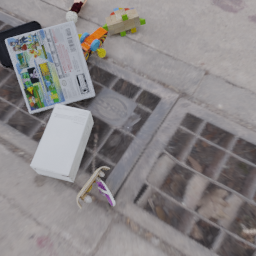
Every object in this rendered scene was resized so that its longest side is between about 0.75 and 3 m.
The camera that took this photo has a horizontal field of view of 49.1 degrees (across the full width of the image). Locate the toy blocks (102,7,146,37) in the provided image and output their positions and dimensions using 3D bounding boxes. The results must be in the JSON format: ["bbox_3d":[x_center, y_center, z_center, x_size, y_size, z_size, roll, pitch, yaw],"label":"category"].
[{"bbox_3d":[-0.230,-3.904,9.965,1.501,0.750,1.026,-17,52,2],"label":"toy blocks"}]

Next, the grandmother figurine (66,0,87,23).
[{"bbox_3d":[-1.841,-4.430,10.205,0.484,0.970,1.600,28,61,-26],"label":"grandmother figurine"}]

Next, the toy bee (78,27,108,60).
[{"bbox_3d":[-1.373,-2.635,9.164,1.699,0.924,1.112,-23,66,-34],"label":"toy bee"}]

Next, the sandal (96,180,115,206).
[{"bbox_3d":[-0.599,1.618,7.028,0.202,0.334,0.822,-25,64,-32],"label":"sandal"}]

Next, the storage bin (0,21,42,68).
[{"bbox_3d":[-3.367,-2.651,8.850,1.558,1.054,0.731,-23,25,-9],"label":"storage bin"}]

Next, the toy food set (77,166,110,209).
[{"bbox_3d":[-0.805,1.358,6.495,0.327,0.777,1.083,38,76,-2],"label":"toy food set"}]

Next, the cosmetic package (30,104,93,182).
[{"bbox_3d":[-1.686,0.387,7.439,1.050,0.755,1.860,14,67,7],"label":"cosmetic package"}]

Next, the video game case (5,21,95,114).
[{"bbox_3d":[-2.222,-1.731,8.147,2.019,0.244,2.215,-16,100,-1],"label":"video game case"}]
